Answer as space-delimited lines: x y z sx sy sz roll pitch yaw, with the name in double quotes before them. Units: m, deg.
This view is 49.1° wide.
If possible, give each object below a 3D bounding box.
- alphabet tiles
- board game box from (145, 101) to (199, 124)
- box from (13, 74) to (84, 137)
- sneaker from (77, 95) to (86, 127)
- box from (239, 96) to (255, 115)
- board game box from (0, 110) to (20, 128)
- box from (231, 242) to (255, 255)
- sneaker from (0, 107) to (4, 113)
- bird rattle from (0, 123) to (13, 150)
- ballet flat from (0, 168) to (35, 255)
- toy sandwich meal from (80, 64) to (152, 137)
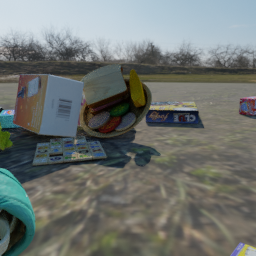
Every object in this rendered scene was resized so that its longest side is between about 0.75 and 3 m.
"alphabet tiles" -1.242 0.424 5.914 1.351 0.061 1.616 -5 14 -13
"board game box" 1.664 -0.632 10.459 1.756 0.449 2.592 2 12 11
"box" -2.183 -0.631 7.501 1.011 1.447 1.901 6 4 -42
"sneaker" -0.827 -0.486 8.761 2.454 0.987 1.085 9 8 22
"box" 5.093 -0.924 11.404 0.626 0.654 1.312 11 16 44
"board game box" -3.133 -0.342 9.088 1.833 0.412 1.394 -4 12 -19
"box" 1.148 1.171 2.067 0.798 0.193 0.468 11 16 38
"sneaker" -4.501 -0.355 8.879 0.789 0.580 1.745 -5 8 -11
"bird rattle" -3.186 0.183 5.988 1.222 0.689 0.996 3 32 22
"ballet flat" -1.786 0.924 1.611 0.978 0.935 2.778 26 27 35
"toy sandwich meal" -0.438 -0.781 7.475 2.314 0.793 2.314 -13 47 15
